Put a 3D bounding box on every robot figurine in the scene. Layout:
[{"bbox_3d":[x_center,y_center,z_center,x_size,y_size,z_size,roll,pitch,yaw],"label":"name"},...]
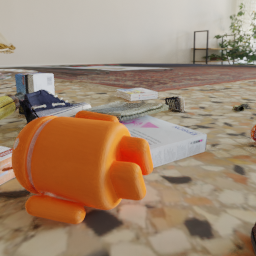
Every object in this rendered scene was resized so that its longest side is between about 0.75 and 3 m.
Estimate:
[{"bbox_3d":[-0.942,0.595,5.106,2.684,1.931,1.565,7,-1,20],"label":"robot figurine"}]

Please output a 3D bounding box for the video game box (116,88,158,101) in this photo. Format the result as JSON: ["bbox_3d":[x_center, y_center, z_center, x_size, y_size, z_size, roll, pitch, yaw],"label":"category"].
[{"bbox_3d":[0.475,-1.928,15.866,1.701,0.437,1.867,-5,17,-26],"label":"video game box"}]

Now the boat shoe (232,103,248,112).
[{"bbox_3d":[5.105,-0.890,12.578,0.938,0.335,0.308,-11,29,-29],"label":"boat shoe"}]

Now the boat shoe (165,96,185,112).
[{"bbox_3d":[2.120,-1.087,12.787,0.821,0.661,1.771,-6,11,6],"label":"boat shoe"}]

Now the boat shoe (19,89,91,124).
[{"bbox_3d":[-2.543,-0.846,10.139,1.044,1.297,2.797,-28,-2,36],"label":"boat shoe"}]

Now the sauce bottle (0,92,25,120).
[{"bbox_3d":[-4.270,-0.754,9.731,0.721,0.721,2.227,3,20,10],"label":"sauce bottle"}]

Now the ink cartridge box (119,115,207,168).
[{"bbox_3d":[0.184,0.289,8.002,2.920,0.632,2.866,-10,20,-35],"label":"ink cartridge box"}]

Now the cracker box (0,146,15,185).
[{"bbox_3d":[-3.526,0.814,6.248,1.978,0.571,1.325,8,18,22],"label":"cracker box"}]

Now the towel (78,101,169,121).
[{"bbox_3d":[-0.181,-0.624,9.317,2.334,0.403,2.247,-15,13,-43],"label":"towel"}]

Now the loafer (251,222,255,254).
[{"bbox_3d":[1.984,1.630,3.331,0.738,0.646,2.052,1,16,5],"label":"loafer"}]

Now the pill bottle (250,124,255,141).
[{"bbox_3d":[4.102,0.258,8.064,0.627,0.627,1.110,-3,17,-11],"label":"pill bottle"}]

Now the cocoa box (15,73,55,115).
[{"bbox_3d":[-3.935,-1.457,11.938,1.131,1.723,1.149,9,17,30],"label":"cocoa box"}]
